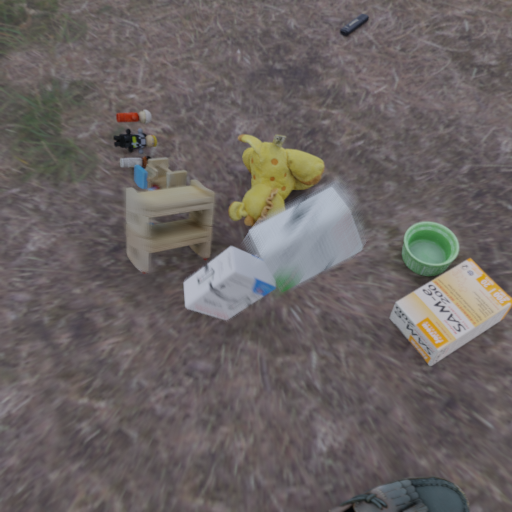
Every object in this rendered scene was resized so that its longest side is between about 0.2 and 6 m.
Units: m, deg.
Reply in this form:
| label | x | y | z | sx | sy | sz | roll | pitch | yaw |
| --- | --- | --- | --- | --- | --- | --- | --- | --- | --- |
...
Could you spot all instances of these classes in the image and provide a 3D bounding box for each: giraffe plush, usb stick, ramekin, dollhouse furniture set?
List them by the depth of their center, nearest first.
| label | x | y | z | sx | sy | sz | roll | pitch | yaw |
| --- | --- | --- | --- | --- | --- | --- | --- | --- | --- |
| dollhouse furniture set | -1.663 | -0.717 | 9.209 | 1.219 | 1.212 | 1.729 | -12 | 33 | -32 |
| ramekin | 2.855 | -0.091 | 9.292 | 0.883 | 0.431 | 0.883 | 0 | 56 | 0 |
| giraffe plush | 0.254 | -1.086 | 9.495 | 1.554 | 1.801 | 1.460 | 14 | 85 | 13 |
| usb stick | 2.291 | -5.385 | 13.042 | 0.248 | 0.146 | 0.894 | 37 | 64 | 22 |

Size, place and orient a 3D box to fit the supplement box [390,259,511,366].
| label | x | y | z | sx | sy | sz | roll | pitch | yaw |
| --- | --- | --- | --- | --- | --- | --- | --- | --- | --- |
| supplement box | 2.980 | 0.836 | 8.578 | 1.546 | 0.569 | 0.974 | -28 | 60 | -17 |

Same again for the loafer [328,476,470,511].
| label | x | y | z | sx | sy | sz | roll | pitch | yaw |
| --- | --- | --- | --- | --- | --- | --- | --- | --- | --- |
| loafer | 1.085 | 3.477 | 6.494 | 3.391 | 1.067 | 1.218 | -18 | 58 | -12 |

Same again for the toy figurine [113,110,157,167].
| label | x | y | z | sx | sy | sz | roll | pitch | yaw |
| --- | --- | --- | --- | --- | --- | --- | --- | --- | --- |
| toy figurine | -2.216 | -2.142 | 10.400 | 0.657 | 0.945 | 0.930 | -8 | 58 | -25 |

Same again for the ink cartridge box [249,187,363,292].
| label | x | y | z | sx | sy | sz | roll | pitch | yaw |
| --- | --- | --- | --- | --- | --- | --- | --- | --- | --- |
| ink cartridge box | 0.655 | -0.200 | 7.222 | 1.226 | 0.899 | 0.509 | -27 | 48 | 2 |

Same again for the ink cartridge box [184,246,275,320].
| label | x | y | z | sx | sy | sz | roll | pitch | yaw |
| --- | --- | --- | --- | --- | --- | --- | --- | --- | --- |
| ink cartridge box | -0.403 | 0.431 | 8.186 | 0.822 | 1.127 | 0.475 | 22 | 45 | -37 |
